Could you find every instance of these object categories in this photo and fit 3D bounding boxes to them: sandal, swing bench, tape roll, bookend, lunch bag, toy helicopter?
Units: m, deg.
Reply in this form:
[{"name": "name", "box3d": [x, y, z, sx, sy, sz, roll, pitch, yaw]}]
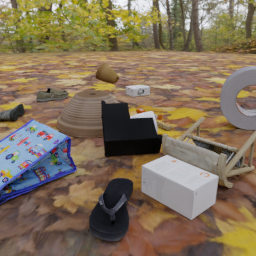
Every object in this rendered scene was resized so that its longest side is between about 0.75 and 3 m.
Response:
[{"name": "sandal", "box3d": [-0.349, 1.646, 6.256, 0.837, 0.471, 2.202, 2, 20, 5]}, {"name": "swing bench", "box3d": [2.286, 0.696, 7.893, 1.924, 1.248, 1.914, -22, 30, -36]}, {"name": "tape roll", "box3d": [4.940, -1.181, 11.148, 2.454, 2.454, 0.811, 6, 23, 16]}, {"name": "bookend", "box3d": [0.049, -0.053, 9.348, 1.809, 0.838, 1.820, -4, 49, -8]}, {"name": "lunch bag", "box3d": [-3.019, 0.949, 7.528, 1.907, 1.192, 2.533, 20, 37, 39]}, {"name": "toy helicopter", "box3d": [1.123, -0.291, 11.747, 1.698, 0.670, 1.123, 25, 21, 29]}]

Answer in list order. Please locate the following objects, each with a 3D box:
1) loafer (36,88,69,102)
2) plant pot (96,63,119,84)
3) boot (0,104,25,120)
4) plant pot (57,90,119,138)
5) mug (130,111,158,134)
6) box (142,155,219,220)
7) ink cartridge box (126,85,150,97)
[{"name": "loafer", "box3d": [-4.289, -1.958, 16.011, 1.942, 0.676, 0.730, -16, 25, -38]}, {"name": "plant pot", "box3d": [-0.902, -2.451, 13.097, 0.915, 0.853, 0.853, 33, 29, 13]}, {"name": "boot", "box3d": [-5.466, -0.702, 12.791, 1.074, 0.557, 1.644, -5, 18, 2]}, {"name": "plant pot", "box3d": [-1.436, -0.752, 11.634, 3.003, 1.386, 3.003, 0, 19, 0]}, {"name": "mug", "box3d": [0.431, 0.060, 10.062, 1.162, 0.979, 1.326, -11, 33, -4]}, {"name": "box", "box3d": [1.191, 1.341, 6.686, 0.961, 0.753, 1.545, -16, 25, -39]}, {"name": "ink cartridge box", "box3d": [0.595, -2.295, 17.179, 1.238, 0.521, 0.904, -10, 22, -27]}]
